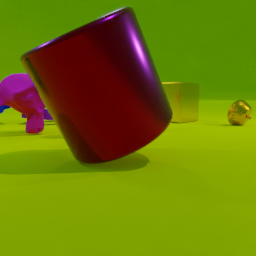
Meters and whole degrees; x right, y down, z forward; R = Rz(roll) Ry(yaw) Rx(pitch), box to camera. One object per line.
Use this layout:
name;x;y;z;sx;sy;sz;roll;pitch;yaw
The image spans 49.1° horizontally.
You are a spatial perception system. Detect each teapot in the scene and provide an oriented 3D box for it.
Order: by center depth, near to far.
teapot;3.222;-0.405;8.004;0.604;0.767;1.234;30;16;32

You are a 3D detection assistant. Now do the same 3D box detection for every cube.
cube;1.539;-0.871;9.480;1.281;1.281;1.281;5;8;39

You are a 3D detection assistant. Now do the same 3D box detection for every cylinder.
cylinder;-0.329;-0.513;3.406;1.388;1.388;1.388;-21;21;9

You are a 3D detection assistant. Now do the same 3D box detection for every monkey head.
monkey head;-2.224;-0.558;6.134;1.043;1.245;1.731;14;15;34

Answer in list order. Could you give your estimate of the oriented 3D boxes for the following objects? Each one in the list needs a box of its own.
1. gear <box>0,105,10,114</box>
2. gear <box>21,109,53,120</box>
gear;-4.235;-0.575;8.390;1.512;0.280;1.512;-15;24;7
gear;-2.446;-0.418;8.890;1.721;0.318;1.721;4;1;0
